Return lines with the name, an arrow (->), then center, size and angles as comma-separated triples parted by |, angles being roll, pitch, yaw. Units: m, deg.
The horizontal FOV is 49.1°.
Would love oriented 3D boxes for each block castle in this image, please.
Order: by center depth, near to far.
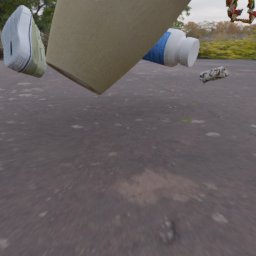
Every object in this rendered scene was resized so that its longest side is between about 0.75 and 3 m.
block castle -> 3.460, -3.768, 8.440 | 0.800, 0.562, 1.198 | 20, -18, 34

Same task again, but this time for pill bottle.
pill bottle -> 1.364, -3.162, 10.830 | 2.526, 1.418, 1.418 | 23, 26, 26

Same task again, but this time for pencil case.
pencil case -> 2.939, -1.807, 9.585 | 0.462, 0.402, 1.033 | -53, 24, -23

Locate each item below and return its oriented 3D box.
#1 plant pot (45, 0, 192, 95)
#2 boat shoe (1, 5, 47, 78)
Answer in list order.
plant pot -> -0.397, -2.062, 5.414 | 2.453, 2.620, 2.453 | 29, -2, 1
boat shoe -> -2.734, -2.261, 7.413 | 0.853, 0.990, 2.750 | 33, 29, -43
